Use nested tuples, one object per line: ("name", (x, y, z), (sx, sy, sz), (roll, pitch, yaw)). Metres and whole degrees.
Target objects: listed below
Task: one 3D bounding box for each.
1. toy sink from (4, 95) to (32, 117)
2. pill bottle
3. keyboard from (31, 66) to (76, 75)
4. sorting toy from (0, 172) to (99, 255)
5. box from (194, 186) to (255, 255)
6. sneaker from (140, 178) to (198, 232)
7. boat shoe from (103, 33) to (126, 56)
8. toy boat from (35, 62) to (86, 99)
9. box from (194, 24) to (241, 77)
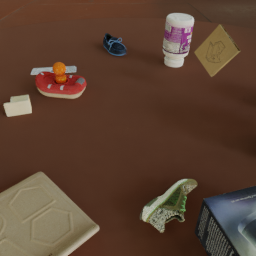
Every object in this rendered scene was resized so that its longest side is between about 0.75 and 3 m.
("toy sink", (-4.228, -0.869, 10.761), (0.908, 0.592, 0.509), (-11, 38, -14))
("pill bottle", (2.434, -4.310, 13.919), (1.338, 2.383, 1.338), (2, 39, -1))
("keyboard", (-3.683, -2.854, 13.930), (2.182, 0.116, 0.614), (-5, 41, -6))
("sorting toy", (-2.489, 2.374, 6.453), (2.643, 0.521, 2.856), (-30, 41, -35))
("box", (2.914, 2.392, 5.635), (2.216, 1.365, 2.198), (-11, 39, -14))
("sneaker", (1.176, 1.955, 6.956), (1.809, 0.696, 0.802), (-29, 57, -26))
("boat shoe", (-0.886, -4.791, 15.971), (0.976, 0.796, 2.320), (-22, 42, -27))
("toy boat", (-2.856, -2.106, 11.784), (2.102, 1.374, 1.372), (6, 36, 8))
("box", (3.429, -2.970, 10.887), (0.169, 1.587, 1.297), (-20, 74, -34))
